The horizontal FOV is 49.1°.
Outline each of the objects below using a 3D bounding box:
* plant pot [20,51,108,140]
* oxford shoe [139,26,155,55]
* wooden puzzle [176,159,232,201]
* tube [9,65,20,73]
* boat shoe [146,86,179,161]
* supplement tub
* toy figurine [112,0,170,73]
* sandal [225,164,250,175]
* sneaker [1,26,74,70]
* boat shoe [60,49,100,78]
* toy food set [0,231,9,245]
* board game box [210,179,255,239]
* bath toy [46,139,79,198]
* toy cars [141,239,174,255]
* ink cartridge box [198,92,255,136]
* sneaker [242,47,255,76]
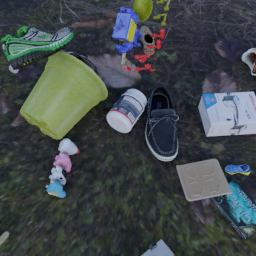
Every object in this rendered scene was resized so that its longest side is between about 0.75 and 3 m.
[{"bbox_3d":[-2.354,-0.940,9.687,2.497,2.497,2.296,27,71,17],"label":"plant pot"},{"bbox_3d":[0.912,-4.144,12.710,0.649,0.689,1.843,-9,56,-6],"label":"oxford shoe"},{"bbox_3d":[2.342,1.645,8.796,1.417,0.328,1.313,-8,46,-3],"label":"wooden puzzle"},{"bbox_3d":[-4.686,-3.025,12.161,0.598,0.389,1.543,11,51,-2],"label":"tube"},{"bbox_3d":[1.186,-0.253,9.872,1.115,0.930,2.989,1,56,-1],"label":"boat shoe"},{"bbox_3d":[-0.024,-0.626,10.079,0.995,0.995,1.418,25,59,16],"label":"supplement tub"},{"bbox_3d":[0.225,-3.099,8.469,1.351,1.535,2.562,16,93,29],"label":"toy figurine"},{"bbox_3d":[3.588,1.315,9.123,0.827,0.360,0.329,0,57,2],"label":"sandal"},{"bbox_3d":[-2.568,-2.611,8.257,0.932,1.017,2.388,-13,19,44],"label":"sneaker"},{"bbox_3d":[-2.229,-2.709,11.640,0.983,0.803,2.662,-39,64,-24],"label":"boat shoe"},{"bbox_3d":[-4.511,3.018,7.962,2.208,0.443,1.524,27,52,24],"label":"toy food set"},{"bbox_3d":[3.339,2.407,8.444,1.033,0.215,1.527,-27,59,-17],"label":"board game box"},{"bbox_3d":[-2.055,1.231,8.991,0.694,0.816,1.877,30,48,-25],"label":"bath toy"},{"bbox_3d":[0.442,4.138,7.056,1.164,0.575,2.596,11,53,6],"label":"toy cars"},{"bbox_3d":[3.688,-0.516,10.111,1.932,0.830,1.415,-4,55,-1],"label":"ink cartridge box"},{"bbox_3d":[5.736,-2.328,11.242,1.081,1.068,2.723,-19,46,-18],"label":"sneaker"}]
